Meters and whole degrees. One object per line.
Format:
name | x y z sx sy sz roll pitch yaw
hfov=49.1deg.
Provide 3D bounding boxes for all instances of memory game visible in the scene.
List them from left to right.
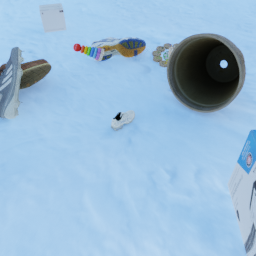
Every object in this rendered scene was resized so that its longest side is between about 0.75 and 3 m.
memory game | 2.002 -3.032 11.723 2.037 0.130 2.037 0 45 0

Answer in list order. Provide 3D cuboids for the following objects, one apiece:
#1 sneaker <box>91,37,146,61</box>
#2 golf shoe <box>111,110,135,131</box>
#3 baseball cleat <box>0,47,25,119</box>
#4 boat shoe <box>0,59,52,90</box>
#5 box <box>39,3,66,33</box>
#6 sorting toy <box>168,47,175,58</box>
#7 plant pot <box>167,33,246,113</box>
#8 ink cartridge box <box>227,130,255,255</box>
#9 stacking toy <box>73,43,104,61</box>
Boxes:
sneaker | -0.427 -3.494 11.663 2.308 0.869 1.017 -9 46 -9
golf shoe | -0.129 -0.348 8.827 0.402 0.499 1.027 27 50 27
baseball cleat | -3.937 -1.458 8.812 1.229 2.309 0.805 4 -1 -16
boat shoe | -4.090 -1.860 9.765 2.840 1.022 0.959 -29 79 -23
box | -3.534 -5.185 13.182 1.067 1.073 0.701 -11 44 -11
sorting toy | 2.273 -2.528 10.797 1.136 0.674 1.262 -12 57 -15
plant pot | 2.889 -1.973 9.379 2.460 2.460 2.135 30 36 26
ink cartridge box | 3.124 1.796 5.527 1.242 2.153 2.967 1 45 1
stacking toy | -1.332 -2.597 9.389 1.008 0.430 0.430 15 43 -15
